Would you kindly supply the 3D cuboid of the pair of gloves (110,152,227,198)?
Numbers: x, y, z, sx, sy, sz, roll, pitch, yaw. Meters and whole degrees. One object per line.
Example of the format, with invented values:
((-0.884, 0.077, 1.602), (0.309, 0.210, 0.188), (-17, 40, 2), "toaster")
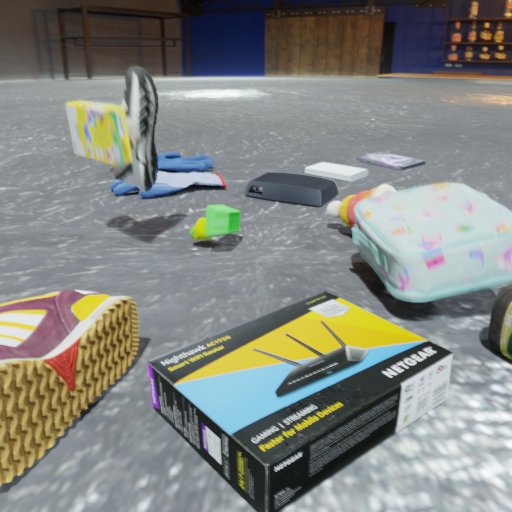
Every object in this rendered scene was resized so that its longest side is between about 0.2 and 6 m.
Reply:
((-2.340, -2.136, 14.506), (2.827, 0.401, 3.516), (-4, 23, -13), "pair of gloves")

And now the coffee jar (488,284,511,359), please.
((3.394, 0.971, 6.173), (0.745, 0.910, 1.745), (-9, 23, -21), "coffee jar")

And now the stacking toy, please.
((1.881, -0.828, 10.433), (1.385, 1.012, 1.012), (7, 21, 42), "stacking toy")

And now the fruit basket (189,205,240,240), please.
((-0.776, -0.579, 9.916), (0.894, 0.645, 0.894), (3, 7, 0), "fruit basket")

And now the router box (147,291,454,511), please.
((0.459, 1.278, 5.732), (2.537, 0.648, 1.892), (-17, 28, -36), "router box")

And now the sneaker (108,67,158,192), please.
((-2.183, -2.146, 9.570), (0.858, 2.145, 0.791), (15, 31, 12), "sneaker")

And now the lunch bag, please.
((2.461, -0.257, 8.080), (1.913, 0.920, 2.386), (-16, 22, -1), "lunch bag")

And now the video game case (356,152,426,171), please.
((3.933, -2.779, 16.373), (1.162, 0.154, 1.626), (-18, 29, -38), "video game case")

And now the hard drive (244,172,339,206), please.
((0.838, -1.597, 13.107), (1.930, 0.408, 1.302), (11, 25, 26), "hard drive")

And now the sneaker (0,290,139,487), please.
((-2.488, 1.185, 5.509), (1.404, 1.168, 3.117), (5, 15, 21), "sneaker")

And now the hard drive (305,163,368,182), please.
((2.153, -2.265, 15.055), (1.417, 0.186, 0.935), (16, 27, 36), "hard drive")

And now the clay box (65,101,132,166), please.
((-2.542, -2.028, 9.199), (1.537, 0.883, 0.366), (20, 33, 40), "clay box")
